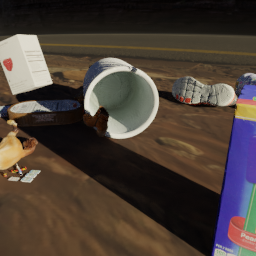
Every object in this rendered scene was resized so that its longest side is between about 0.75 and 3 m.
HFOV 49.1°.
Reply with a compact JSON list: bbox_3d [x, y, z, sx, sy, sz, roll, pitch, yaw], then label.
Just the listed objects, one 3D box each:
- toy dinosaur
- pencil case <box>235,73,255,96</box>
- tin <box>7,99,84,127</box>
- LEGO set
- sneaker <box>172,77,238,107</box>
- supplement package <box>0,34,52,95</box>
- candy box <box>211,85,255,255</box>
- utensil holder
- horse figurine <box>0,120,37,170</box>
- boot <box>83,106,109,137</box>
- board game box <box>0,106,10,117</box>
[{"bbox_3d":[-1.006,-1.572,11.696,2.372,1.608,1.018,11,54,-5],"label":"toy dinosaur"},{"bbox_3d":[5.391,-1.518,11.753,1.159,1.062,2.556,-29,20,12],"label":"pencil case"},{"bbox_3d":[-3.020,-0.595,10.381,2.779,0.582,1.556,-4,28,-9],"label":"tin"},{"bbox_3d":[-2.624,1.098,6.862,0.762,0.187,0.570,4,20,8],"label":"LEGO set"},{"bbox_3d":[3.217,-1.360,11.903,2.977,1.147,1.219,23,5,43],"label":"sneaker"},{"bbox_3d":[-2.462,-1.505,6.655,0.731,1.206,0.722,-13,11,22],"label":"supplement package"},{"bbox_3d":[2.576,0.927,3.969,2.325,2.750,1.059,10,25,23],"label":"candy box"},{"bbox_3d":[-0.424,-1.193,9.569,2.269,2.269,2.670,-5,23,-10],"label":"utensil holder"},{"bbox_3d":[-3.662,0.597,7.192,2.958,0.738,1.961,-9,36,-33],"label":"horse figurine"},{"bbox_3d":[-0.715,-0.262,6.475,0.303,0.636,0.822,-25,55,-40],"label":"boot"},{"bbox_3d":[-5.042,-0.628,10.853,0.841,0.173,0.843,-6,24,-14],"label":"board game box"}]
